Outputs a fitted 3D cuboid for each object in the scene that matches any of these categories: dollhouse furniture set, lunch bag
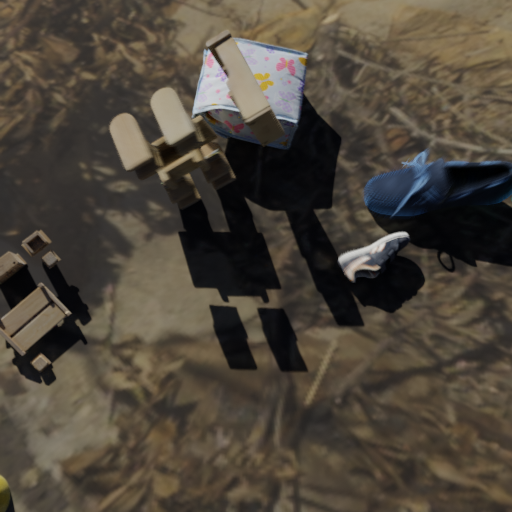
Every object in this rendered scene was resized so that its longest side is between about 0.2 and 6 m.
[{"bbox_3d":[-3.912,0.803,10.186,1.659,0.950,1.945,-42,98,-14],"label":"dollhouse furniture set"},{"bbox_3d":[-0.140,-3.272,11.232,2.058,1.308,1.745,10,70,-7],"label":"lunch bag"},{"bbox_3d":[-1.090,-2.403,9.986,2.594,2.273,1.723,-28,73,9],"label":"dollhouse furniture set"}]

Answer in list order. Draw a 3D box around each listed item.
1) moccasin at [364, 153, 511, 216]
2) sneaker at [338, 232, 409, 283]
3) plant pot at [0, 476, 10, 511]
[{"bbox_3d":[3.436,-1.472,10.585,2.775,0.946,1.117,-9,67,6],"label":"moccasin"},{"bbox_3d":[2.240,0.066,10.305,1.380,0.541,0.548,-24,60,4],"label":"sneaker"},{"bbox_3d":[-4.399,3.860,8.860,0.797,0.566,0.797,0,69,-1],"label":"plant pot"}]
